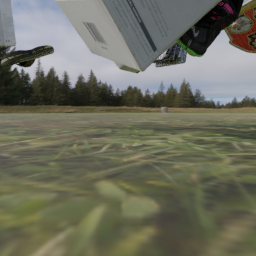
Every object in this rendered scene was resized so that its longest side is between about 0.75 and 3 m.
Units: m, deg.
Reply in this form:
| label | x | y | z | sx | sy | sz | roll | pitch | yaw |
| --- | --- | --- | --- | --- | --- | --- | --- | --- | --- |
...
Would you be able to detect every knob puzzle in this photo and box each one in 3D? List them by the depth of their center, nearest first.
| label | x | y | z | sx | sy | sz | roll | pitch | yaw |
| --- | --- | --- | --- | --- | --- | --- | --- | --- | --- |
| knob puzzle | 3.559 | -2.634 | 7.614 | 1.918 | 0.266 | 1.918 | 15 | -35 | 11 |

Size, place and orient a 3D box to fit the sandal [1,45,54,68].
| label | x | y | z | sx | sy | sz | roll | pitch | yaw |
| --- | --- | --- | --- | --- | --- | --- | --- | --- | --- |
| sandal | -3.537 | -2.435 | 9.949 | 1.924 | 0.549 | 0.764 | -15 | 43 | -9 |

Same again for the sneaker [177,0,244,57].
| label | x | y | z | sx | sy | sz | roll | pitch | yaw |
| --- | --- | --- | --- | --- | --- | --- | --- | --- | --- |
| sneaker | 1.815 | -2.373 | 6.141 | 2.250 | 0.864 | 0.943 | -49 | -2 | -29 |

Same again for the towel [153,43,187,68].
| label | x | y | z | sx | sy | sz | roll | pitch | yaw |
| --- | --- | --- | --- | --- | --- | --- | --- | --- | --- |
| towel | 1.702 | -3.906 | 12.155 | 1.006 | 2.351 | 1.947 | 11 | 1 | -32 |

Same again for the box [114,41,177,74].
| label | x | y | z | sx | sy | sz | roll | pitch | yaw |
| --- | --- | --- | --- | --- | --- | --- | --- | --- | --- |
| box | 0.478 | -3.077 | 9.266 | 2.204 | 1.448 | 2.216 | -36 | -4 | 18 |

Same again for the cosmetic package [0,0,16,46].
| label | x | y | z | sx | sy | sz | roll | pitch | yaw |
| --- | --- | --- | --- | --- | --- | --- | --- | --- | --- |
| cosmetic package | -4.210 | -3.587 | 8.338 | 1.252 | 2.219 | 0.900 | 2 | 16 | 1 |

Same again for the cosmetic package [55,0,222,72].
| label | x | y | z | sx | sy | sz | roll | pitch | yaw |
| --- | --- | --- | --- | --- | --- | --- | --- | --- | --- |
| cosmetic package | 0.236 | -2.889 | 5.992 | 2.661 | 1.636 | 2.653 | -42 | 36 | -9 |
